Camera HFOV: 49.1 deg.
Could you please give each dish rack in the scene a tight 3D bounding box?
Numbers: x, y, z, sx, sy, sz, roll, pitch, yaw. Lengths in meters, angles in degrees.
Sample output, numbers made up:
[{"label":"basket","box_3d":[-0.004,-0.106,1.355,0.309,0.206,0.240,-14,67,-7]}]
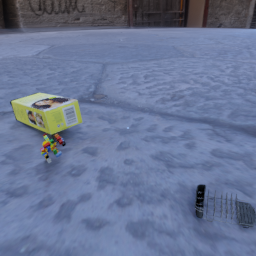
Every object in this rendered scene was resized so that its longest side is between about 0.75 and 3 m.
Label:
[{"label":"dish rack","box_3d":[1.724,1.385,4.979,1.044,0.285,0.801,7,22,15]}]

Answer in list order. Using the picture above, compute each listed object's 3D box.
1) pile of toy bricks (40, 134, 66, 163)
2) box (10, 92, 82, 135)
[{"label":"pile of toy bricks","box_3d":[-1.764,0.359,6.311,0.545,0.982,0.485,-33,76,-23]},{"label":"box","box_3d":[-2.474,-0.511,8.192,1.032,0.687,2.741,-25,24,-35]}]
